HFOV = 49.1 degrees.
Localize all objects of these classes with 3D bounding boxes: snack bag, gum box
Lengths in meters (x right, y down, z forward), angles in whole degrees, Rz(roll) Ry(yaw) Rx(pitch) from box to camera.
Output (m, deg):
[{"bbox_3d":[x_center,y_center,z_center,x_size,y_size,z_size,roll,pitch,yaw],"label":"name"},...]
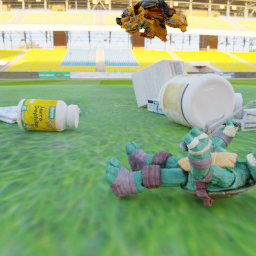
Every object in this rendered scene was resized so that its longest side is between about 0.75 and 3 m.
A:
[{"bbox_3d":[-3.685,-0.608,10.667,2.659,0.302,2.820,10,15,41],"label":"snack bag"},{"bbox_3d":[2.324,-0.887,11.516,2.376,0.529,2.018,-5,12,-25],"label":"gum box"}]

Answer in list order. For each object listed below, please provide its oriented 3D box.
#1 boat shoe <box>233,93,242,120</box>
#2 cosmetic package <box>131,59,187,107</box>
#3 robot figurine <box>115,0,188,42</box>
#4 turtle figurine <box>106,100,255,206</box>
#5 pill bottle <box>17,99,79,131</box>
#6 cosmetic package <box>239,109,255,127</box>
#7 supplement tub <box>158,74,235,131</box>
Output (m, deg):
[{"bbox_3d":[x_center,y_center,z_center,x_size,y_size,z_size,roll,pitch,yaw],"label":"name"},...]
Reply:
[{"bbox_3d":[2.979,-0.704,9.171,0.927,1.002,2.714,5,11,5],"label":"boat shoe"},{"bbox_3d":[1.573,-2.088,13.321,1.699,1.700,2.061,-10,-5,-44],"label":"cosmetic package"},{"bbox_3d":[0.941,-4.006,10.599,2.861,0.833,2.074,-8,-5,-45],"label":"robot figurine"},{"bbox_3d":[0.894,0.376,3.354,2.127,1.071,1.592,-11,-6,23],"label":"turtle figurine"},{"bbox_3d":[-2.167,-0.345,7.731,1.522,0.858,0.858,3,11,-1],"label":"pill bottle"},{"bbox_3d":[3.897,-0.318,8.521,1.003,0.509,0.358,-4,12,-15],"label":"cosmetic package"},{"bbox_3d":[1.914,-0.817,8.319,1.550,1.550,2.146,-3,11,-16],"label":"supplement tub"}]
